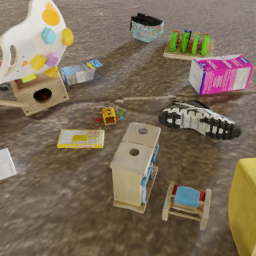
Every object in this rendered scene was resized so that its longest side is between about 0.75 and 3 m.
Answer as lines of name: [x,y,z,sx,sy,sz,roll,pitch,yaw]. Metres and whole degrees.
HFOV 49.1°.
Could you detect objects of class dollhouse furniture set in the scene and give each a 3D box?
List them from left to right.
dollhouse furniture set: [1.050,1.236,7.701,2.538,1.789,1.779,11,42,14]

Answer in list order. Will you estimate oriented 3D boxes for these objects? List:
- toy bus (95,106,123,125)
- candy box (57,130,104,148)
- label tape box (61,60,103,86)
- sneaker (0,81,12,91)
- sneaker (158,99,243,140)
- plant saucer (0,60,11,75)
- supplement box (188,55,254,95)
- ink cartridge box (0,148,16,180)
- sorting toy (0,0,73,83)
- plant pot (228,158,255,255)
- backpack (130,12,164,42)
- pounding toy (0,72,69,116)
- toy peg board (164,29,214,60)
toy bus: [-0.749,-0.566,10.779,0.997,0.515,0.941,23,46,24]
candy box: [-1.647,0.378,9.914,1.569,0.207,0.802,0,38,0]
label tape box: [-2.047,-2.519,12.651,1.714,0.542,1.236,-17,30,-14]
sneaker: [-5.006,-2.104,12.481,1.688,0.655,0.729,2,38,2]
sneaker: [2.703,-0.446,10.276,2.971,0.987,1.344,13,45,18]
plant saucer: [-6.415,-2.935,13.671,1.328,0.337,1.328,0,40,0]
supplement box: [4.066,-2.372,12.362,2.348,1.213,1.188,-8,40,-11]
ink cartridge box: [-4.028,1.179,8.646,0.885,0.649,0.646,-20,44,-23]
sorting toy: [-3.338,-2.396,9.035,1.585,2.966,2.670,38,35,0]
plant pot: [3.639,1.853,6.859,2.152,2.138,2.201,-3,33,-3]
backpack: [1.129,-5.798,16.211,1.782,1.341,1.582,22,44,28]
pounding toy: [-3.984,-1.242,11.053,2.955,1.352,2.596,-24,50,-12]
toy peg board: [3.395,-4.783,15.140,2.491,1.218,2.481,11,42,11]
